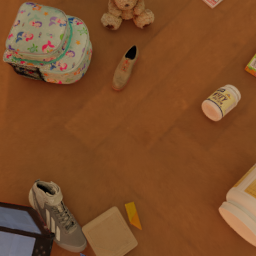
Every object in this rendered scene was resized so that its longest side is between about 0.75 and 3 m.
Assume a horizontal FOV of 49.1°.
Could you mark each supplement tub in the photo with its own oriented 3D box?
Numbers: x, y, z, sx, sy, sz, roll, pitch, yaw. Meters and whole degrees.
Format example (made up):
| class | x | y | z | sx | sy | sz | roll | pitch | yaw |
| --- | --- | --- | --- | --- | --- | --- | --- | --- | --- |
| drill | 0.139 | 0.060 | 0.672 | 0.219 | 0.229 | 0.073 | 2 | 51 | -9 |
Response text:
| class | x | y | z | sx | sy | sz | roll | pitch | yaw |
| --- | --- | --- | --- | --- | --- | --- | --- | --- | --- |
| supplement tub | 2.988 | -0.820 | 8.968 | 1.065 | 0.772 | 0.772 | -39 | 78 | -14 |
| supplement tub | 3.868 | 1.970 | 7.836 | 2.313 | 1.670 | 1.670 | -41 | 78 | -10 |

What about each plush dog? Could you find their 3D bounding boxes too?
| class | x | y | z | sx | sy | sz | roll | pitch | yaw |
| --- | --- | --- | --- | --- | --- | --- | --- | --- | --- |
| plush dog | -0.033 | -4.447 | 9.655 | 1.905 | 1.636 | 1.529 | -2 | 74 | -1 |

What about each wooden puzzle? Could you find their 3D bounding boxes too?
| class | x | y | z | sx | sy | sz | roll | pitch | yaw |
| --- | --- | --- | --- | --- | --- | --- | --- | --- | --- |
| wooden puzzle | -0.513 | 3.141 | 8.168 | 2.076 | 0.243 | 1.401 | -22 | 75 | -18 |

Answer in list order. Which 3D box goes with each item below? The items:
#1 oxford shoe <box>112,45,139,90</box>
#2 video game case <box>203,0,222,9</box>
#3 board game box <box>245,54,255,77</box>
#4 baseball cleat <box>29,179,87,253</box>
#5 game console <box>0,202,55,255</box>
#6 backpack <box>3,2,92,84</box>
| class | x | y | z | sx | sy | sz | roll | pitch | yaw |
| --- | --- | --- | --- | --- | --- | --- | --- | --- | --- |
| oxford shoe | -0.119 | -2.087 | 9.520 | 0.590 | 0.627 | 1.676 | 20 | 75 | 6 |
| video game case | 3.319 | -5.155 | 10.656 | 1.168 | 0.102 | 0.835 | -41 | 78 | -11 |
| board game box | 5.470 | -1.794 | 9.584 | 2.603 | 0.390 | 1.243 | 36 | 78 | 12 |
| baseball cleat | -1.977 | 2.461 | 7.920 | 2.352 | 1.252 | 0.820 | 42 | 44 | 11 |
| game console | -3.270 | 2.992 | 7.440 | 2.227 | 1.322 | 1.919 | 3 | 71 | 20 |
| backpack | -2.492 | -2.691 | 9.120 | 2.558 | 1.926 | 2.271 | 16 | 75 | -1 |
